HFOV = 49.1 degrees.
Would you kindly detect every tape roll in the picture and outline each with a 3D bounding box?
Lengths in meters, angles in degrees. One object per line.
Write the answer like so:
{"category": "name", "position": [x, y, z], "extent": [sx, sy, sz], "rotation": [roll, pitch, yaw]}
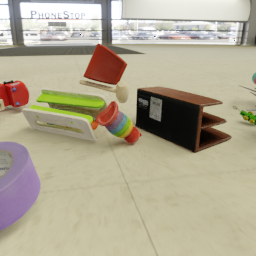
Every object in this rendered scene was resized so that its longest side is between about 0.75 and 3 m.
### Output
{"category": "tape roll", "position": [-1.794, 0.728, 3.561], "extent": [1.230, 0.523, 1.230], "rotation": [-7, 32, 4]}

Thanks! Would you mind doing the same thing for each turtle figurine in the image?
{"category": "turtle figurine", "position": [4.755, -1.109, 8.490], "extent": [2.742, 1.381, 2.053], "rotation": [18, 33, 22]}

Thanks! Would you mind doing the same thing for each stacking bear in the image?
{"category": "stacking bear", "position": [-0.124, -0.021, 6.037], "extent": [0.971, 0.589, 0.552], "rotation": [40, 14, -33]}

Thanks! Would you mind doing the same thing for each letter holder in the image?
{"category": "letter holder", "position": [1.378, -0.362, 6.797], "extent": [1.453, 1.028, 2.045], "rotation": [-12, 23, -34]}

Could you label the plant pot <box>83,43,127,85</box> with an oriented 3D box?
{"category": "plant pot", "position": [-0.483, -1.447, 6.734], "extent": [0.739, 0.839, 0.838], "rotation": [27, 13, 2]}

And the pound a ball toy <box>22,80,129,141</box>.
{"category": "pound a ball toy", "position": [-1.161, -0.439, 6.788], "extent": [2.219, 0.943, 1.447], "rotation": [9, 49, 25]}

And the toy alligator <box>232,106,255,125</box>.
{"category": "toy alligator", "position": [3.227, -0.313, 7.594], "extent": [0.271, 0.248, 0.914], "rotation": [-40, 53, -15]}

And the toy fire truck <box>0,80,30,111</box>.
{"category": "toy fire truck", "position": [-4.034, -0.625, 7.601], "extent": [2.994, 0.730, 2.111], "rotation": [-19, 25, -32]}
